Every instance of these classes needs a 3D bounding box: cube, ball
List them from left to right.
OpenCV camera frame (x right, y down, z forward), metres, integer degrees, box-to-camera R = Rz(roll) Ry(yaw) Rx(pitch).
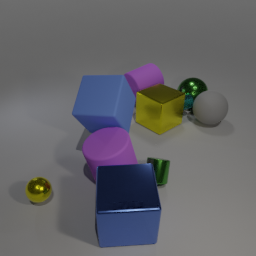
[{"bbox_3d":[-2.446,1.686,7.673,0.700,0.700,0.700,0,31,0],"label":"ball"},{"bbox_3d":[-0.696,-0.704,8.815,1.400,1.400,1.400,3,67,19],"label":"cube"},{"bbox_3d":[-0.034,1.855,6.803,1.400,1.400,1.400,-2,39,-4],"label":"cube"},{"bbox_3d":[1.286,-0.809,11.351,1.400,1.400,1.400,-25,40,-35],"label":"cube"},{"bbox_3d":[2.909,-1.575,12.657,1.400,1.400,1.400,0,31,0],"label":"ball"},{"bbox_3d":[3.354,-0.829,11.414,1.400,1.400,1.400,0,31,0],"label":"ball"}]

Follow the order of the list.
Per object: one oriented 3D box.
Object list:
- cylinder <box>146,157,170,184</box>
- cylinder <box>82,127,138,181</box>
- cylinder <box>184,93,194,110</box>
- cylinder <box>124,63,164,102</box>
[{"bbox_3d":[0.874,1.266,8.369,0.700,0.700,0.700,8,-2,0],"label":"cylinder"},{"bbox_3d":[-0.474,0.920,8.253,1.400,1.400,1.400,-11,37,8],"label":"cylinder"},{"bbox_3d":[2.278,-1.104,11.843,0.700,0.700,0.700,-11,32,-32],"label":"cylinder"},{"bbox_3d":[0.686,-2.060,12.766,1.400,1.400,1.400,-28,40,-23],"label":"cylinder"}]
